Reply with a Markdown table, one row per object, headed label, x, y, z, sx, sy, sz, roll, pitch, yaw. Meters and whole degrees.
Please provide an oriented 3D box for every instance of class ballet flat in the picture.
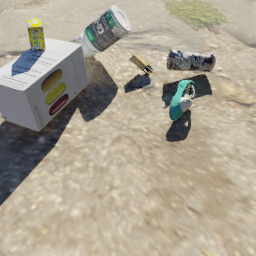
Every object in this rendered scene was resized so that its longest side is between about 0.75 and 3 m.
| label | x | y | z | sx | sy | sz | roll | pitch | yaw |
| --- | --- | --- | --- | --- | --- | --- | --- | --- | --- |
| ballet flat | 1.859 | -0.984 | 9.277 | 0.633 | 0.606 | 1.800 | -6 | 44 | 35 |

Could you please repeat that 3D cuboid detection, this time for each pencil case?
| label | x | y | z | sx | sy | sz | roll | pitch | yaw |
| --- | --- | --- | --- | --- | --- | --- | --- | --- | --- |
| pencil case | 2.424 | -2.581 | 10.724 | 1.837 | 0.822 | 0.715 | 0 | 15 | -12 |

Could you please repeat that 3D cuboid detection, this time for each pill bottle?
| label | x | y | z | sx | sy | sz | roll | pitch | yaw |
| --- | --- | --- | --- | --- | --- | --- | --- | --- | --- |
| pill bottle | -1.025 | -3.814 | 11.309 | 2.107 | 1.192 | 1.192 | -28 | 36 | 29 |

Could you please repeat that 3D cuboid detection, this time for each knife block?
| label | x | y | z | sx | sy | sz | roll | pitch | yaw |
| --- | --- | --- | --- | --- | --- | --- | --- | --- | --- |
| knife block | 0.554 | -2.417 | 10.853 | 0.891 | 0.285 | 0.783 | 12 | 41 | -41 |

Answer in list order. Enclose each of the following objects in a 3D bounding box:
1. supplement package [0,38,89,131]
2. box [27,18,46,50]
| label | x | y | z | sx | sy | sz | roll | pitch | yaw |
| --- | --- | --- | --- | --- | --- | --- | --- | --- | --- |
| supplement package | -2.820 | -1.523 | 9.266 | 1.582 | 1.643 | 2.888 | 16 | 47 | 22 |
| box | -2.974 | -3.064 | 9.125 | 0.478 | 0.754 | 0.783 | -8 | 41 | -14 |
